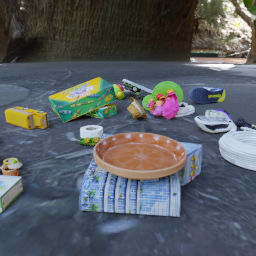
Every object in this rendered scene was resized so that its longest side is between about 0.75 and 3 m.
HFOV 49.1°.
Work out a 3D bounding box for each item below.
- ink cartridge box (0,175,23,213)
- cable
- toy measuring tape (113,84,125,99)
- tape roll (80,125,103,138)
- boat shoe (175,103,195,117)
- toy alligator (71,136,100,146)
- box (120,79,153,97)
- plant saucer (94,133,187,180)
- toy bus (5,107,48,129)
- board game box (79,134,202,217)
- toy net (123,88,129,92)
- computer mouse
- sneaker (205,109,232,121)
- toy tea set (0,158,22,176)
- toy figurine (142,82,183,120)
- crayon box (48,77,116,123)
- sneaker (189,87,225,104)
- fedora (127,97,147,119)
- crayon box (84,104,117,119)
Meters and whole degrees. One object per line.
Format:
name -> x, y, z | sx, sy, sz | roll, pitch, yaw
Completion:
ink cartridge box -> -2.982, 1.523, 6.266 | 0.679, 0.388, 1.308 | 2, 18, 7
cable -> 3.810, 0.647, 8.579 | 2.004, 0.694, 2.004 | -16, 25, -40
toy measuring tape -> -0.807, -2.439, 17.994 | 0.942, 0.942, 2.561 | -4, 18, -12
tape roll -> -1.391, 0.164, 10.741 | 0.876, 0.306, 0.876 | 0, 17, 0
boat shoe -> 2.769, -0.968, 13.883 | 0.662, 0.588, 1.799 | 13, 22, 37
toy alligator -> -1.394, 0.489, 9.777 | 1.260, 0.303, 0.418 | -4, -11, 14
box -> 0.674, -2.386, 17.382 | 2.274, 0.395, 1.251 | 22, 17, -4
plant saucer -> 0.269, 0.615, 6.381 | 2.087, 0.337, 2.087 | 1, 21, -1
toy bus -> -4.329, -0.422, 11.996 | 2.060, 0.670, 0.806 | 13, 22, 35
board game box -> 0.513, 1.010, 7.065 | 2.861, 0.883, 2.863 | 1, 17, 5
toy net -> -0.784, -2.631, 18.758 | 2.539, 0.490, 1.332 | -2, 22, 17
computer mouse -> 3.822, -0.094, 11.291 | 2.463, 0.540, 1.351 | 3, 21, -10
sneaker -> 4.252, -0.541, 12.551 | 0.819, 0.573, 1.647 | -5, 18, -17
toy tea set -> -3.691, 0.898, 7.744 | 1.871, 0.692, 1.113 | 4, 18, 12
toy figurine -> 1.673, -1.099, 13.467 | 2.117, 1.589, 1.949 | -19, 23, 14
crayon box -> -2.168, -1.400, 13.336 | 2.790, 0.813, 1.657 | -26, 34, -19
sneaker -> 4.496, -1.951, 16.533 | 2.598, 0.961, 1.069 | 0, 16, -30
fedora -> 0.346, -0.808, 12.907 | 0.531, 1.303, 1.303 | -38, 24, -4
crayon box -> -1.503, -0.924, 13.884 | 1.717, 0.500, 1.020 | 13, 22, 36
